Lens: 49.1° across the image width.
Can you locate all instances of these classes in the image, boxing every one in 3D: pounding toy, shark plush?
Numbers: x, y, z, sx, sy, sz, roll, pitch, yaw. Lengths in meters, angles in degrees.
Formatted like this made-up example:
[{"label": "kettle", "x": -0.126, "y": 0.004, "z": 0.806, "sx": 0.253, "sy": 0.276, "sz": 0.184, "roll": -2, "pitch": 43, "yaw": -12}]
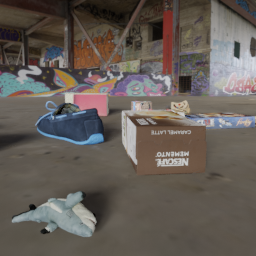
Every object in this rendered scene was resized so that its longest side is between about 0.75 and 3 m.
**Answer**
[{"label": "pounding toy", "x": 2.366, "y": -1.013, "z": 12.517, "sx": 0.986, "sy": 0.564, "sz": 0.566, "roll": 16, "pitch": -17, "yaw": 32}, {"label": "shark plush", "x": -0.744, "y": 0.865, "z": 2.759, "sx": 0.910, "sy": 0.413, "sz": 0.379, "roll": 6, "pitch": 39, "yaw": 7}]

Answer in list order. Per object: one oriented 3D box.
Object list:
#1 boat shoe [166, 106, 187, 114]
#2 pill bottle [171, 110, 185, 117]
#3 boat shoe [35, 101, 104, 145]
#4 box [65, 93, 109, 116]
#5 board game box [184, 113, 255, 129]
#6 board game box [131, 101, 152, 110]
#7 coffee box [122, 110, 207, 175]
[{"label": "boat shoe", "x": 2.662, "y": -1.010, "z": 15.099, "sx": 1.544, "sy": 0.500, "sz": 0.565, "roll": -6, "pitch": 10, "yaw": -36}, {"label": "pill bottle", "x": 1.166, "y": -0.248, "z": 9.052, "sx": 1.260, "sy": 0.697, "sz": 0.697, "roll": 0, "pitch": 8, "yaw": 1}, {"label": "boat shoe", "x": -1.583, "y": -0.242, "z": 7.856, "sx": 2.964, "sy": 1.017, "sz": 1.247, "roll": 7, "pitch": 11, "yaw": 42}, {"label": "box", "x": -2.037, "y": -1.211, "z": 14.250, "sx": 2.072, "sy": 1.129, "sz": 1.325, "roll": 0, "pitch": 8, "yaw": 0}, {"label": "board game box", "x": 3.111, "y": -0.281, "z": 10.270, "sx": 2.379, "sy": 0.412, "sz": 1.612, "roll": -2, "pitch": 9, "yaw": -13}, {"label": "board game box", "x": 0.653, "y": -0.909, "z": 13.536, "sx": 0.930, "sy": 0.741, "sz": 0.450, "roll": -3, "pitch": 9, "yaw": -13}, {"label": "coffee box", "x": 0.558, "y": 0.170, "z": 5.403, "sx": 1.182, "sy": 0.824, "sz": 2.067, "roll": -1, "pitch": 10, "yaw": -6}]
